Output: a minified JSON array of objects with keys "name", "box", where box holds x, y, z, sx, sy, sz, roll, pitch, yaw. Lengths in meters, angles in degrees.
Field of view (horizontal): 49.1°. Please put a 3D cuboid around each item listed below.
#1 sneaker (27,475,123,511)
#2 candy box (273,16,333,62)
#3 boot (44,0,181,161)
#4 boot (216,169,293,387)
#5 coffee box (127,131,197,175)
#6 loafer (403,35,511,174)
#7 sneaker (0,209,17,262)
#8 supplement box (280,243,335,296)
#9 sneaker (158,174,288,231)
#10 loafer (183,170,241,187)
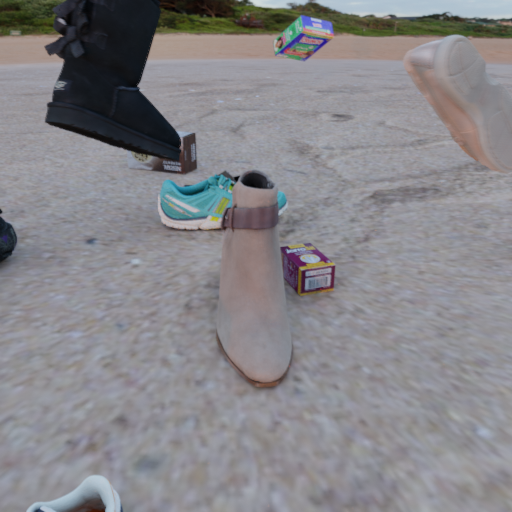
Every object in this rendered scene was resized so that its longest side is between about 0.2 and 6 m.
[{"name":"sneaker","box":[-1.679,2.336,4.144,0.668,0.676,1.703,14,29,24]},{"name":"candy box","box":[0.998,-4.611,11.936,0.861,0.392,1.019,-4,-12,-35]},{"name":"boot","box":[-2.376,-3.466,10.560,1.273,2.818,3.439,14,2,31]},{"name":"boot","box":[-0.021,0.076,7.410,0.986,2.053,2.808,0,24,-12]},{"name":"coffee box","box":[-2.571,-2.861,15.221,1.805,1.020,0.720,10,26,20]},{"name":"loafer","box":[2.218,-1.564,5.893,1.876,0.674,0.590,38,-11,-37]},{"name":"sneaker","box":[-4.754,-0.257,9.230,1.520,1.314,3.471,-5,24,-24]},{"name":"supplement box","box":[0.806,0.202,9.076,0.615,0.485,0.939,-9,26,-19]},{"name":"sneaker","box":[-0.645,-1.112,11.302,2.649,1.055,1.027,-3,25,-9]},{"name":"loafer","box":[-0.785,-1.635,12.860,2.020,0.717,0.738,-8,26,-18]}]
